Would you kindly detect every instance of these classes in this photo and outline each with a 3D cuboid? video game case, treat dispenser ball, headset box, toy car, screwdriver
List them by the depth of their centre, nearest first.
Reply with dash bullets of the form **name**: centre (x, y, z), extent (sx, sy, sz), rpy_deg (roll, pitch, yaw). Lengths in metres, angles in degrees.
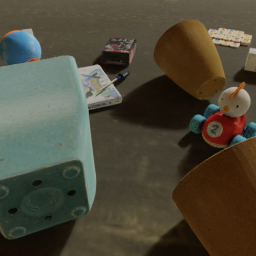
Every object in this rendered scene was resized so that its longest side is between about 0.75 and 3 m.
- **toy car**: centre (2.771, -0.459, 7.682), extent (1.523, 1.722, 1.587), rpy_deg (-32, 49, -33)
- **video game case**: centre (-1.759, -1.416, 9.961), extent (2.362, 0.285, 2.591), rpy_deg (-14, 42, -17)
- **screwdriver**: centre (-0.484, -1.757, 10.103), extent (0.298, 0.311, 2.135), rpy_deg (17, 29, 20)
- **treat dispenser ball**: centre (-4.162, -2.976, 10.850), extent (1.525, 1.525, 1.525), rpy_deg (0, 40, 0)
- **headset box**: centre (-0.374, -3.238, 11.919), extent (1.196, 0.603, 1.609), rpy_deg (8, 40, 9)

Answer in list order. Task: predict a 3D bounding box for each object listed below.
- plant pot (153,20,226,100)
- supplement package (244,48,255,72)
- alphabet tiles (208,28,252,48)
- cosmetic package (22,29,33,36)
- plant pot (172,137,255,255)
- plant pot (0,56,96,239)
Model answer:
- **plant pot**: centre (2.331, -2.165, 9.724), extent (2.140, 2.140, 2.296), rpy_deg (-15, 56, -17)
- **supplement package**: centre (5.221, -2.658, 11.110), extent (0.954, 0.743, 0.529), rpy_deg (15, 42, 18)
- **alphabet tiles**: centre (4.956, -4.500, 13.808), extent (2.111, 0.154, 2.065), rpy_deg (17, 42, 20)
- **cosmetic package**: centre (-4.623, -4.097, 12.965), extent (0.518, 0.614, 1.149), rpy_deg (-12, 43, -14)
- **plant pot**: centre (2.401, 1.830, 4.661), extent (2.457, 2.457, 2.636), rpy_deg (-13, 54, -15)
- **plant pot**: centre (-1.924, 0.501, 5.736), extent (2.694, 2.701, 2.752), rpy_deg (-15, 42, -17)
